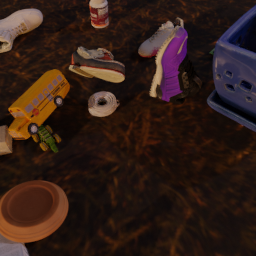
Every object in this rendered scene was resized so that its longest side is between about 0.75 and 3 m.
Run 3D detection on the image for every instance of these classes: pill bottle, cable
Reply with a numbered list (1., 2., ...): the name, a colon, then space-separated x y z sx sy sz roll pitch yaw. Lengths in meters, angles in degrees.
1. pill bottle: -1.180 -4.810 11.390 0.725 1.271 0.725 0 51 0
2. cable: -0.790 -0.746 8.670 0.903 0.313 0.903 18 53 14

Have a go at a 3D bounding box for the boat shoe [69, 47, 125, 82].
1. boat shoe: -0.938 -1.998 8.494 2.881 1.025 0.901 24 91 55

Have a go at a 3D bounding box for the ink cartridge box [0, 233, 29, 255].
1. ink cartridge box: -2.908 2.770 5.818 1.564 0.549 1.925 -19 34 -15

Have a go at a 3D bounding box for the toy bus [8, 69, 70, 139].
1. toy bus: -2.474 -0.652 7.680 0.683 0.822 2.099 -1 44 40

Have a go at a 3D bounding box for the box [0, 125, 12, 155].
1. box: -4.013 0.455 7.530 1.603 0.548 0.659 -10 50 -9

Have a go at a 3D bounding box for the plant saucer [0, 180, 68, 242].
1. plant saucer: -2.193 1.786 6.388 1.615 0.302 1.615 2 39 -2

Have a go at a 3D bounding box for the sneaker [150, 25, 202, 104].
1. sneaker: 1.499 -1.588 7.851 1.362 2.739 0.952 29 66 12

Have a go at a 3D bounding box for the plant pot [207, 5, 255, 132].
1. plant pot: 4.058 -1.463 7.797 2.864 2.575 2.864 33 57 24

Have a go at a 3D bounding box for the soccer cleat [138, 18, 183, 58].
1. soccer cleat: 1.231 -3.443 10.478 2.202 0.951 0.769 -35 59 -25

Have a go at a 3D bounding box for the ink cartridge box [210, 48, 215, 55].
1. ink cartridge box: 3.632 -2.816 10.375 1.056 0.313 0.548 31 57 23

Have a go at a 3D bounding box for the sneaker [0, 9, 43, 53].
1. sneaker: -4.357 -3.628 10.736 2.498 0.920 1.444 -23 55 -6

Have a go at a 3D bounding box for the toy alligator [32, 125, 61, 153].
1. toy alligator: -2.467 0.103 7.923 0.535 0.388 1.615 -37 60 -27
